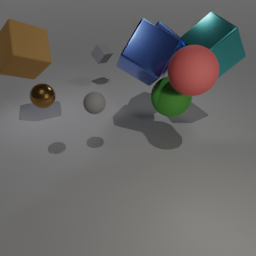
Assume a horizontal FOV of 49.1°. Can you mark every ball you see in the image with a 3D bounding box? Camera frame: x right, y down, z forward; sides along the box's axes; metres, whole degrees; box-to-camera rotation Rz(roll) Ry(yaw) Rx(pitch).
[{"bbox_3d":[-2.388,-0.896,7.851,0.700,0.700,0.700,0,32,0],"label":"ball"},{"bbox_3d":[1.487,-1.082,9.651,1.400,1.400,1.400,0,32,0],"label":"ball"},{"bbox_3d":[-1.039,-0.778,8.709,0.700,0.700,0.700,0,32,0],"label":"ball"},{"bbox_3d":[1.810,-1.599,7.834,1.400,1.400,1.400,0,32,0],"label":"ball"}]

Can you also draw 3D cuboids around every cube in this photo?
[{"bbox_3d":[0.609,-2.444,9.299,1.400,1.400,1.400,30,-6,-6],"label":"cube"},{"bbox_3d":[2.918,-2.788,9.645,1.400,1.400,1.400,-39,48,8],"label":"cube"},{"bbox_3d":[-3.760,-2.736,9.986,1.400,1.400,1.400,2,-20,-45],"label":"cube"},{"bbox_3d":[-1.339,-3.817,14.374,0.700,0.700,0.700,52,36,9],"label":"cube"},{"bbox_3d":[1.288,-3.003,10.903,1.400,1.400,1.400,40,8,1],"label":"cube"}]
